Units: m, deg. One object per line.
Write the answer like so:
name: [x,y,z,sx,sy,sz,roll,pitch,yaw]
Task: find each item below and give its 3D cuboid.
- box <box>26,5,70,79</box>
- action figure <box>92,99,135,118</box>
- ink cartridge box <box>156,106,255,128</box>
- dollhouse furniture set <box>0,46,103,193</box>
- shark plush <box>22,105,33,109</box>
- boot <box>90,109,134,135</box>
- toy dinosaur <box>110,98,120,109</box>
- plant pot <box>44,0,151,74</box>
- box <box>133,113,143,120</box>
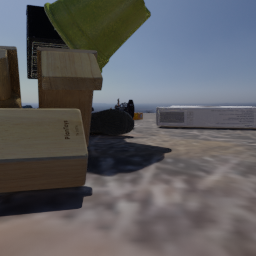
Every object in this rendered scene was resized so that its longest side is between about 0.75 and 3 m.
box: [-2.291,-2.761,9.533,2.248,1.385,2.230,-1,-24,-21]
action figure: [-0.641,-0.406,8.962,1.368,0.729,2.102,-16,8,-33]
ink cartridge box: [2.605,-0.399,9.104,2.897,0.648,2.552,2,5,19]
dollhouse furniture set: [-0.985,0.205,2.566,1.550,1.328,1.629,-1,39,-17]
shark plush: [-2.165,-0.087,4.886,0.792,0.863,1.901,19,2,0]
boot: [-0.289,-0.122,6.435,1.339,0.533,1.625,3,0,18]
toy dinosaur: [-0.363,-0.860,16.250,1.326,0.840,1.957,41,19,-13]
plant pot: [-0.567,-2.647,6.639,1.876,2.040,2.040,-35,-4,11]
box: [-0.146,-0.608,14.435,1.210,0.421,2.032,2,6,35]
